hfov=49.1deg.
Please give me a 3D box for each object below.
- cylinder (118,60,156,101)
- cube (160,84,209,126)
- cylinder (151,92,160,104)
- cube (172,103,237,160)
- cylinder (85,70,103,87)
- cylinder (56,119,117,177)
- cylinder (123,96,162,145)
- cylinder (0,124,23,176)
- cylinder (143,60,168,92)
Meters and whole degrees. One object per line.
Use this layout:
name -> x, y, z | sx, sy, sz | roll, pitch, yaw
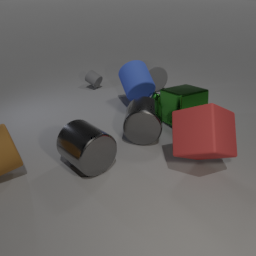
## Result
cylinder -> 0.407, -2.187, 13.100 | 1.400, 1.400, 1.400 | -10, 60, -18
cube -> 2.275, -0.903, 11.449 | 1.400, 1.400, 1.400 | -14, 24, -25
cylinder -> 1.271, -1.103, 12.151 | 0.700, 0.700, 0.700 | 26, 13, -7
cube -> 2.307, 0.178, 8.485 | 1.400, 1.400, 1.400 | -11, -17, 44
cylinder -> -1.864, -2.682, 15.234 | 0.700, 0.700, 0.700 | 36, 40, 15
cylinder -> -1.304, 0.600, 8.831 | 1.400, 1.400, 1.400 | -23, 36, -36
cylinder -> 0.576, -0.293, 10.486 | 1.400, 1.400, 1.400 | 3, 28, 5
cylinder -> -4.045, 0.771, 8.246 | 1.400, 1.400, 1.400 | -25, 36, -20
cylinder -> 1.228, -2.840, 15.195 | 1.400, 1.400, 1.400 | -10, 29, -17
